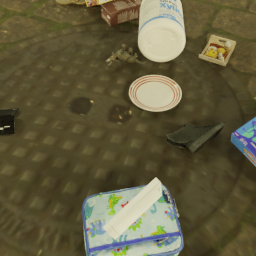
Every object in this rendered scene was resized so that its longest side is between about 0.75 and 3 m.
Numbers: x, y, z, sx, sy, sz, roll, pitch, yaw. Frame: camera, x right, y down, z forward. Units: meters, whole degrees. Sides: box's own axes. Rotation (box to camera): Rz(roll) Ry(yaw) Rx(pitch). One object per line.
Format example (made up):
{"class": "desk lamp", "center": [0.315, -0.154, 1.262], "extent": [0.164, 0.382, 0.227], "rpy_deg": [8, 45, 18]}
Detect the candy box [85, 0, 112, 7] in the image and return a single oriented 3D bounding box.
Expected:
{"class": "candy box", "center": [-0.598, -5.996, 12.265], "extent": [2.375, 0.670, 1.385], "rpy_deg": [-26, 28, -21]}

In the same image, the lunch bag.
{"class": "lunch bag", "center": [0.087, 2.107, 5.914], "extent": [2.006, 0.827, 1.612], "rpy_deg": [-7, 54, -5]}

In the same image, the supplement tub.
{"class": "supplement tub", "center": [1.199, -3.738, 10.125], "extent": [1.630, 1.630, 2.471], "rpy_deg": [2, 52, 2]}

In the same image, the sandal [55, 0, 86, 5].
{"class": "sandal", "center": [-2.347, -5.987, 12.666], "extent": [1.930, 0.521, 0.775], "rpy_deg": [-3, 51, -3]}

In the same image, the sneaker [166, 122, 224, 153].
{"class": "sneaker", "center": [1.870, 0.114, 7.732], "extent": [1.582, 0.475, 0.825], "rpy_deg": [-35, 64, -21]}

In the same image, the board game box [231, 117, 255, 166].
{"class": "board game box", "center": [4.230, 0.205, 7.139], "extent": [2.438, 0.549, 1.854], "rpy_deg": [-34, 59, -5]}

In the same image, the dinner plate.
{"class": "dinner plate", "center": [0.858, -1.088, 8.896], "extent": [1.656, 0.201, 1.656], "rpy_deg": [1, 51, -1]}

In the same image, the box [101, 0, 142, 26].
{"class": "box", "center": [-0.184, -4.925, 11.750], "extent": [1.705, 0.639, 0.854], "rpy_deg": [-21, 54, -18]}

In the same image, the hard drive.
{"class": "hard drive", "center": [0.122, 1.446, 4.955], "extent": [1.198, 0.790, 0.160], "rpy_deg": [-40, 63, -15]}

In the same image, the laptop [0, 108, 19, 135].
{"class": "laptop", "center": [-3.687, -0.183, 8.255], "extent": [0.806, 0.470, 0.910], "rpy_deg": [-6, 77, -4]}

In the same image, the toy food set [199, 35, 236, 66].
{"class": "toy food set", "center": [3.265, -2.857, 10.189], "extent": [0.983, 0.414, 1.371], "rpy_deg": [23, 54, 18]}

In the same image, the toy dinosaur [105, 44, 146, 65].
{"class": "toy dinosaur", "center": [-0.051, -2.500, 9.790], "extent": [1.363, 0.697, 0.525], "rpy_deg": [5, 75, -14]}
